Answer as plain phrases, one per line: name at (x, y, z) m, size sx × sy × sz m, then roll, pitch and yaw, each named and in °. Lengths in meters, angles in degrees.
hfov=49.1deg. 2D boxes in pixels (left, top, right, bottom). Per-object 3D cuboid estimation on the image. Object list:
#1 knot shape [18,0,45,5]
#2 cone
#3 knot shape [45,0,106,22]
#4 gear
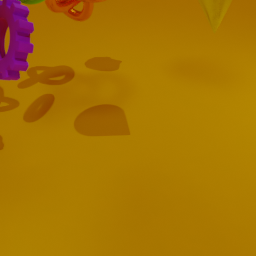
knot shape at (-2.058, -3.178, 5.320) m, size 0.776 × 1.571 × 1.678 m, roll -6°, pitch 39°, yaw 41°
cone at (1.500, -2.370, 4.768) m, size 1.451 × 1.456 × 1.451 m, roll -5°, pitch 25°, yaw 2°
knot shape at (-1.407, -3.442, 7.408) m, size 1.841 × 0.851 × 1.723 m, roll -11°, pitch 2°, yaw -28°
gear at (-2.264, -1.636, 5.239) m, size 0.269 × 1.457 × 1.457 m, roll -4°, pitch 34°, yaw -49°
